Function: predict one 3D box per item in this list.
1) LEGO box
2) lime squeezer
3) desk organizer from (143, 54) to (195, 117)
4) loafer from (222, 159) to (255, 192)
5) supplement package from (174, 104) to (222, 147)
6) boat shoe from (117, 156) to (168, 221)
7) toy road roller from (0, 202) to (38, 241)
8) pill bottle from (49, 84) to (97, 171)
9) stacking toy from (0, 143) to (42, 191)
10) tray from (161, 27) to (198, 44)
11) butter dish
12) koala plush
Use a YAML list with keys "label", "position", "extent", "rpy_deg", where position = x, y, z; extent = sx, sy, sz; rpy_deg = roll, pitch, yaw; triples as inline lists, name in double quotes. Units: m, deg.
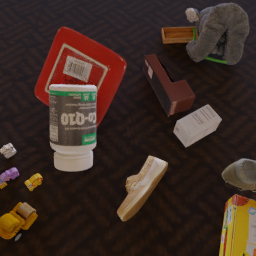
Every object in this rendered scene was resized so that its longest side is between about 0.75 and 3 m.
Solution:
- label: "LEGO box"
  position: [3.713, 3.539, 7.802]
  extent: [2.040, 1.057, 2.739]
  rpy_deg: [15, 60, 9]
- label: "lime squeezer"
  position: [3.275, -3.399, 12.310]
  extent: [0.831, 0.444, 2.353]
  rpy_deg: [-29, 64, -6]
- label: "desk organizer"
  position: [1.566, -1.818, 11.129]
  extent: [0.992, 0.924, 2.576]
  rpy_deg: [-17, 61, -13]
- label: "loafer"
  position: [3.495, 1.358, 7.948]
  extent: [2.311, 0.805, 0.869]
  rpy_deg: [20, 60, -35]
- label: "supplement package"
  position: [2.499, -0.082, 10.130]
  extent: [1.429, 0.813, 0.783]
  rpy_deg: [-27, 64, -17]
- label: "boat shoe"
  position: [0.334, 1.854, 8.986]
  extent: [0.839, 0.895, 2.427]
  rpy_deg: [31, 54, 20]
- label: "toy road roller"
  position: [-3.375, 2.768, 8.407]
  extent: [0.695, 0.826, 1.131]
  rpy_deg: [30, 63, 17]
- label: "pill bottle"
  position: [-1.733, -0.059, 8.917]
  extent: [1.475, 1.475, 2.608]
  rpy_deg: [1, 101, 1]
- label: "stacking toy"
  position: [-4.261, 1.801, 9.161]
  extent: [2.355, 0.553, 1.775]
  rpy_deg: [-39, 66, -20]
- label: "tray"
  position: [2.398, -4.306, 12.983]
  extent: [1.596, 0.296, 0.787]
  rpy_deg: [-3, 59, -1]
- label: "butter dish"
  position: [-1.529, -1.824, 10.559]
  extent: [2.890, 2.136, 2.882]
  rpy_deg: [31, 107, 11]
- label: "koala plush"
  position: [3.722, -4.401, 12.055]
  extent: [2.339, 2.424, 2.638]
  rpy_deg: [4, 39, -9]
